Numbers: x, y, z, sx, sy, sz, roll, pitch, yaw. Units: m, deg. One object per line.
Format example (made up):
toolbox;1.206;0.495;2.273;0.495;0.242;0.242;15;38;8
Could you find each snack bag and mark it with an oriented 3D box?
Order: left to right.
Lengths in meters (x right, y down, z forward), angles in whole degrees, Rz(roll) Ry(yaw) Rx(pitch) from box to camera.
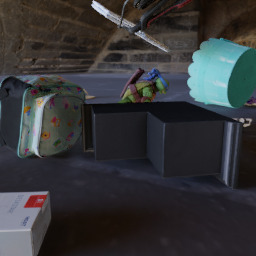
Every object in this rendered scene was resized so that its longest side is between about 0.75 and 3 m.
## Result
snack bag;0.118;-3.988;10.971;2.956;0.316;2.787;21;20;-28

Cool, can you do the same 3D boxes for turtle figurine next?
turtle figurine;0.252;-0.278;8.008;2.344;2.418;1.740;-19;36;5

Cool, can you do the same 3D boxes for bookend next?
bookend;0.383;0.225;5.304;2.427;1.125;2.443;-3;14;-11

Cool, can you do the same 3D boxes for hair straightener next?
hair straightener;0.672;-2.641;5.511;2.154;0.829;0.441;-29;33;11

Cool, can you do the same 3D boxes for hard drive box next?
hard drive box;-1.504;1.099;3.182;1.073;0.412;0.836;-1;14;-4

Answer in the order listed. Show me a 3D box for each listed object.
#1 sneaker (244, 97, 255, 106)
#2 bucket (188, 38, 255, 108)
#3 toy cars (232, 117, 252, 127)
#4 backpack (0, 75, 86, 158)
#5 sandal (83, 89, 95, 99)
sneaker;5.793;-1.283;13.280;0.958;0.399;0.386;-6;15;-23
bucket;4.382;-2.406;12.648;3.073;3.073;2.000;-11;27;-39
toy cars;2.429;-0.071;7.988;2.324;0.515;1.042;1;3;-17
backpack;-1.801;-0.330;6.446;1.509;1.731;1.969;20;22;21
sandal;-2.998;-2.098;15.946;2.277;0.749;0.835;3;14;13
